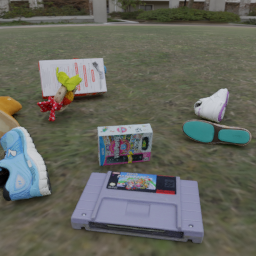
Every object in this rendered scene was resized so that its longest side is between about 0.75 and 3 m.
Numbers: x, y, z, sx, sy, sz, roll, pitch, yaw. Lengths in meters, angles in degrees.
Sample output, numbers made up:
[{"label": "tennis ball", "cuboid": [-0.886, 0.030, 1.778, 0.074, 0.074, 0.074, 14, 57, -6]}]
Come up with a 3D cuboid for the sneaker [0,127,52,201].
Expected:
[{"label": "sneaker", "cuboid": [-2.884, 0.823, 6.970, 1.232, 1.074, 2.740, -18, 30, -26]}]

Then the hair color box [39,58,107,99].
[{"label": "hair color box", "cuboid": [-2.426, -2.179, 12.363, 2.759, 1.530, 0.882, -7, 0, -18]}]

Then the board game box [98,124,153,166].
[{"label": "board game box", "cuboid": [-0.096, 0.459, 7.673, 1.431, 1.056, 0.460, -4, 36, -8]}]

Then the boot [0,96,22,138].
[{"label": "boot", "cuboid": [-4.436, -0.569, 10.005, 2.908, 1.023, 2.082, 19, 19, 16]}]

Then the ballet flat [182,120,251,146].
[{"label": "ballet flat", "cuboid": [2.773, 0.179, 8.921, 2.092, 0.712, 0.703, 13, 7, 15]}]

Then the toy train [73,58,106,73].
[{"label": "toy train", "cuboid": [-2.623, -3.381, 15.899, 2.614, 1.106, 1.512, 15, 19, 29]}]

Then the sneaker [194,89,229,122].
[{"label": "sneaker", "cuboid": [3.289, -1.020, 11.003, 1.179, 0.886, 2.366, 11, 28, 22]}]

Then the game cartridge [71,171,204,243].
[{"label": "game cartridge", "cuboid": [0.252, 1.592, 6.072, 2.560, 0.491, 1.659, 3, 30, 7]}]

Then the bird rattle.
[{"label": "bird rattle", "cuboid": [-2.422, -1.144, 10.578, 1.138, 2.020, 1.647, 21, -2, 7]}]
